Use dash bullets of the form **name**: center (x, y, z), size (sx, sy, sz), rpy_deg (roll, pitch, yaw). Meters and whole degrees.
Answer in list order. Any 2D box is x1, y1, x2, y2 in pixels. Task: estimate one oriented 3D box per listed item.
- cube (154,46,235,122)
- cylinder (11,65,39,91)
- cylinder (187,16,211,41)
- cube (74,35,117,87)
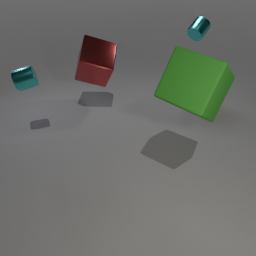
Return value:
- **cube**: center (1.792, -1.123, 7.449), size (1.400, 1.400, 1.400), rpy_deg (28, 9, 27)
- **cylinder**: center (-3.464, -1.668, 9.444), size (0.700, 0.700, 0.700), rpy_deg (-20, 33, -6)
- **cylinder**: center (2.859, -4.009, 11.322), size (0.700, 0.700, 0.700), rpy_deg (27, 75, 38)
- **cube**: center (-1.378, -2.796, 11.853), size (1.400, 1.400, 1.400), rpy_deg (12, 65, -14)
